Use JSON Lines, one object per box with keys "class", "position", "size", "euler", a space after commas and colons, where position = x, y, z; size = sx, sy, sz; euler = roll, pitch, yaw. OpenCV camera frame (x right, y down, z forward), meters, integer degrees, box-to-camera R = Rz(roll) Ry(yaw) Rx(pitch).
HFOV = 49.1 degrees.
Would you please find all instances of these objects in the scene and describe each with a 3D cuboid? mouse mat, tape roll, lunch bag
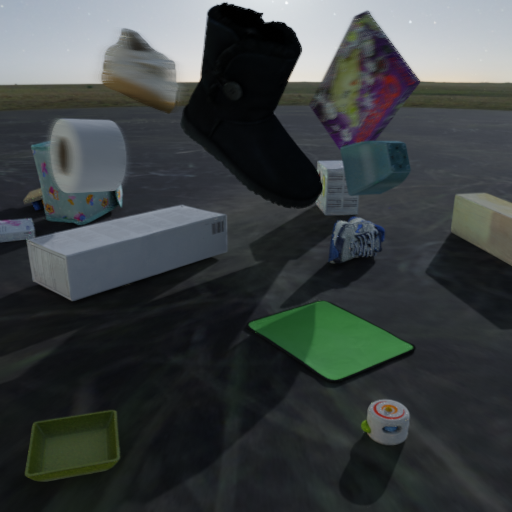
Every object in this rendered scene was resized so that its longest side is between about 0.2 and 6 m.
{"class": "mouse mat", "position": [1.030, 1.154, 8.074], "size": [1.638, 0.077, 2.035], "euler": [-13, 24, -32]}
{"class": "tape roll", "position": [-3.232, -1.908, 10.716], "size": [0.953, 1.389, 1.389], "euler": [-9, 20, -39]}
{"class": "lunch bag", "position": [-4.254, -2.066, 14.256], "size": [1.432, 2.001, 2.349], "euler": [9, 24, 26]}

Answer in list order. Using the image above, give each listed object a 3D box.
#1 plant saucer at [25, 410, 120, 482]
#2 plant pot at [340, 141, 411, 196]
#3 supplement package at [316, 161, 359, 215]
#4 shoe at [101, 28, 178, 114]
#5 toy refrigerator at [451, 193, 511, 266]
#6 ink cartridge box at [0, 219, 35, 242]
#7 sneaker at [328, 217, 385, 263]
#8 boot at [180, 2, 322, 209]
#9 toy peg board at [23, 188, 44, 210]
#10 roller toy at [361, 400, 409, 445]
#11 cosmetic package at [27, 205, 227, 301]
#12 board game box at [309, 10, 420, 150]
{"class": "plant saucer", "position": [-1.815, 1.933, 5.629], "size": [0.856, 0.205, 0.854], "euler": [-6, 20, -14]}
{"class": "plant pot", "position": [2.444, -1.818, 11.086], "size": [1.006, 1.004, 1.025], "euler": [-8, -5, -36]}
{"class": "supplement package", "position": [2.130, -1.804, 14.736], "size": [0.895, 1.217, 1.164], "euler": [-2, 19, -7]}
{"class": "shoe", "position": [-1.588, -2.537, 7.472], "size": [0.885, 0.676, 2.532], "euler": [15, 21, -30]}
{"class": "toy refrigerator", "position": [5.146, -0.607, 11.783], "size": [0.852, 0.924, 2.434], "euler": [-3, 19, -10]}
{"class": "ink cartridge box", "position": [-5.659, -0.579, 12.752], "size": [1.126, 0.244, 1.106], "euler": [-7, 21, -23]}
{"class": "sneaker", "position": [2.082, -0.329, 11.268], "size": [0.877, 0.793, 2.059], "euler": [14, 24, 24]}
{"class": "boot", "position": [0.211, -2.653, 10.260], "size": [3.336, 2.803, 1.274], "euler": [37, 54, 4]}
{"class": "toy peg board", "position": [-5.545, -1.543, 15.231], "size": [1.187, 0.583, 1.192], "euler": [-19, 21, -7]}
{"class": "roller toy", "position": [1.403, 1.750, 5.955], "size": [0.437, 0.335, 0.479], "euler": [18, 26, 42]}
{"class": "cosmetic package", "position": [-2.279, -0.163, 10.555], "size": [1.440, 0.883, 3.488], "euler": [18, 26, 41]}
{"class": "board game box", "position": [2.392, -3.778, 13.149], "size": [0.539, 2.005, 3.340], "euler": [-33, -10, -20]}
